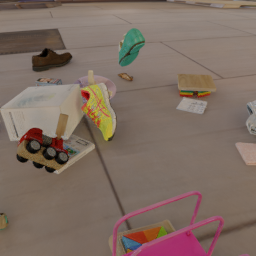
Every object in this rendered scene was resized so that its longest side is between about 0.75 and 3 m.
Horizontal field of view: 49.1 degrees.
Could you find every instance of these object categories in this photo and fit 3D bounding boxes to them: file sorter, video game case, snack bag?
[{"bbox_3d":[1.011,2.525,4.169,1.841,1.662,2.650,-13,41,-20],"label":"file sorter"},{"bbox_3d":[-2.243,0.659,8.889,1.770,0.210,1.611,20,37,29],"label":"video game case"},{"bbox_3d":[2.693,-0.958,11.615,1.107,0.126,1.174,14,34,22],"label":"snack bag"}]

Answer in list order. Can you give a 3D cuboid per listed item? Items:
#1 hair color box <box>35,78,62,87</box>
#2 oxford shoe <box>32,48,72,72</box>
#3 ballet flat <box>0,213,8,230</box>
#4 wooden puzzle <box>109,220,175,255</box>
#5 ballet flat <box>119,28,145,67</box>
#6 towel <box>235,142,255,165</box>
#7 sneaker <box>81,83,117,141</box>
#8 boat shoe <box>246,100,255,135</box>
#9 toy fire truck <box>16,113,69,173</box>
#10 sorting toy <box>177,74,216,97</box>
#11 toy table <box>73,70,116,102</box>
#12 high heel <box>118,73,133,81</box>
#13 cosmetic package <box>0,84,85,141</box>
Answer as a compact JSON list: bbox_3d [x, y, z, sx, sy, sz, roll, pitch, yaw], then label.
[{"bbox_3d":[-3.758,-2.109,13.294,1.095,0.332,0.542,6,32,12],"label":"hair color box"},{"bbox_3d":[-4.171,-3.956,15.632,0.922,1.071,2.538,22,36,35],"label":"oxford shoe"},{"bbox_3d":[-3.371,1.978,6.446,1.338,0.504,0.454,6,14,11],"label":"ballet flat"},{"bbox_3d":[0.468,2.551,5.747,1.463,0.272,1.354,-11,34,-17],"label":"wooden puzzle"},{"bbox_3d":[0.064,-3.603,12.358,0.924,0.966,2.745,-22,-1,-15],"label":"ballet flat"},{"bbox_3d":[3.999,0.786,8.734,0.995,0.168,1.042,0,31,0],"label":"towel"},{"bbox_3d":[-1.059,-0.516,9.573,1.018,0.881,2.254,-7,60,-23],"label":"sneaker"},{"bbox_3d":[4.601,-0.194,9.624,1.016,1.068,2.967,-11,33,23],"label":"boat shoe"},{"bbox_3d":[-2.130,0.271,7.443,1.243,0.908,1.412,29,39,-33],"label":"toy fire truck"},{"bbox_3d":[3.048,-1.898,12.733,1.584,0.554,1.593,4,32,5],"label":"sorting toy"},{"bbox_3d":[-1.416,-1.501,11.246,1.824,1.676,1.068,-9,16,2],"label":"toy table"},{"bbox_3d":[-0.145,-2.546,14.024,0.825,0.295,0.588,12,26,2],"label":"high heel"},{"bbox_3d":[-2.791,-0.586,9.622,2.042,1.255,2.035,-1,28,9],"label":"cosmetic package"}]
